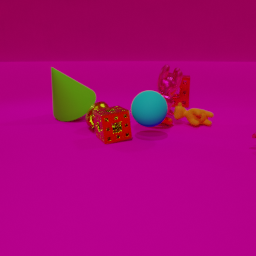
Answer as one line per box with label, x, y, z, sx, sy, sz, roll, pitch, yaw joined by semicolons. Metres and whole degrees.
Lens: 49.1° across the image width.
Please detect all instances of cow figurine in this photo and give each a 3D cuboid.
cow figurine;1.155;-1.108;8.547;0.830;1.488;1.512;16;19;3
cow figurine;1.969;-0.411;8.679;1.060;0.582;1.043;2;17;-25

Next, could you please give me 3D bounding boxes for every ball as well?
ball;0.532;-0.477;7.003;0.910;0.910;0.910;0;15;0

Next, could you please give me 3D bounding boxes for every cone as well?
cone;-2.050;-1.308;8.938;1.574;1.580;1.574;-12;46;13

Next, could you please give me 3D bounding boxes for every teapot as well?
teapot;-0.808;-0.309;8.086;0.663;0.842;1.354;35;33;12

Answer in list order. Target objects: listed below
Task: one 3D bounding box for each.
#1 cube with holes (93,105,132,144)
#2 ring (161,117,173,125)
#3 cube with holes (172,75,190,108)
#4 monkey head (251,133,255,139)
cube with holes;-0.405;-0.101;7.123;0.726;0.726;0.726;-13;18;-21
ring;0.842;-0.325;8.512;1.080;0.216;1.080;18;3;-1
cube with holes;2.007;-1.600;11.982;1.219;1.219;1.219;3;15;11
monkey head;3.598;-0.075;5.961;1.700;1.024;1.223;-32;-28;2
